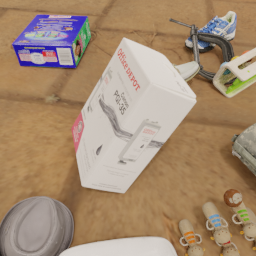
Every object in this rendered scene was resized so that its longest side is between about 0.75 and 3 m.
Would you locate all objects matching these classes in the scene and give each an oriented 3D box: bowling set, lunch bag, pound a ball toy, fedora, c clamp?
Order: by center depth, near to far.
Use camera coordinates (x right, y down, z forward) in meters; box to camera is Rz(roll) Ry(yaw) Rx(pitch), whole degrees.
[{"bbox_3d":[-1.735,1.883,5.336,1.426,0.728,1.612,21,47,-1],"label":"fedora"},{"bbox_3d":[1.914,1.883,5.357,1.802,1.254,0.967,-11,46,-6],"label":"bowling set"},{"bbox_3d":[3.733,0.742,6.202,1.960,1.628,2.336,-15,45,-17],"label":"lunch bag"},{"bbox_3d":[4.065,-2.226,9.215,2.430,1.584,1.032,-30,70,-27],"label":"pound a ball toy"},{"bbox_3d":[2.812,-2.789,10.337,2.487,0.394,2.911,6,57,-13],"label":"c clamp"}]

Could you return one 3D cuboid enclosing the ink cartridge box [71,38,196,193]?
[{"bbox_3d":[-0.087,-0.260,6.254,1.159,2.801,2.052,17,32,-30],"label":"ink cartridge box"}]

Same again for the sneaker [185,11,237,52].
[{"bbox_3d":[3.422,-3.994,11.572,2.844,1.095,1.077,-32,54,-27],"label":"sneaker"}]

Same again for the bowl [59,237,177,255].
[{"bbox_3d":[-0.128,2.944,4.305,2.190,0.818,2.193,-10,42,7],"label":"bowl"}]

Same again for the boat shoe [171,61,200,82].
[{"bbox_3d":[1.442,-1.752,9.088,1.785,0.611,0.667,-26,35,7],"label":"boat shoe"}]

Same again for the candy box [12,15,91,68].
[{"bbox_3d":[-2.872,-3.501,11.095,2.261,1.030,2.674,4,45,6],"label":"candy box"}]
